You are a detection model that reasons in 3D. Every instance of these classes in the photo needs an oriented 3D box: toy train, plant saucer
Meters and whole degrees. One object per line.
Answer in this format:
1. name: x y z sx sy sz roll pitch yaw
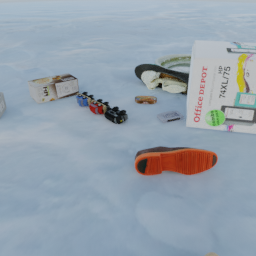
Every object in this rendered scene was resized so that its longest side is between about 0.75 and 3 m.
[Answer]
1. toy train: -0.970 -0.678 9.268 0.553 0.412 2.413 -36 45 -29
2. plant saucer: 2.528 -2.564 12.231 2.763 0.693 2.763 1 30 0

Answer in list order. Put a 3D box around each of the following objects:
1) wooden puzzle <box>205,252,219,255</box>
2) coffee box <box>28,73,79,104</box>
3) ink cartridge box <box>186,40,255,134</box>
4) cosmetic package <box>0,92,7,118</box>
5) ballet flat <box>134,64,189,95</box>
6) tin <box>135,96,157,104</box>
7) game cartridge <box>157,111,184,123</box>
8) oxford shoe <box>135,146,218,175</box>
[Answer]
1. wooden puzzle: 1.136 2.852 2.958 2.215 0.554 2.392 -21 40 -31
2. coffee box: -2.755 -1.503 10.417 1.613 0.643 0.923 -18 34 -28
3. ink cartridge box: 3.357 -1.291 8.482 2.977 2.184 2.174 6 30 11
4. cosmetic package: -4.850 -0.694 8.976 1.576 0.711 0.842 0 33 -6
5. ballet flat: 1.335 -1.892 10.899 2.748 0.934 0.940 15 45 24
6. tin: 0.644 -1.011 10.066 0.795 0.167 0.445 4 34 6
7. game cartridge: 1.337 -0.369 8.952 0.766 0.157 0.510 -11 35 -19
8. oxford shoe: 1.116 0.661 6.634 1.931 0.687 0.700 0 24 -1
